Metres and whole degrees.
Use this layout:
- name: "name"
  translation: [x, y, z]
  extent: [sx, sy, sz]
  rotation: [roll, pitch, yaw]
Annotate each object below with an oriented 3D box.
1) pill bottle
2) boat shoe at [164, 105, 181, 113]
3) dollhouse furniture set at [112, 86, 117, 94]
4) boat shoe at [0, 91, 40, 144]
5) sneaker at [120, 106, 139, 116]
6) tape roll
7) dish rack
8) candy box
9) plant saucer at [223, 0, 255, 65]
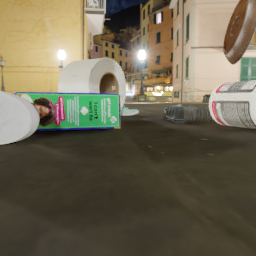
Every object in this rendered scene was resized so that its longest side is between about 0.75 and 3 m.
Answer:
- name: "pill bottle"
  translation: [3.506, -0.642, 7.686]
  extent: [1.341, 1.341, 2.423]
  rotation: [-3, 7, -23]
- name: "boat shoe"
  translation: [2.196, -0.821, 13.638]
  extent: [0.544, 0.533, 1.527]
  rotation: [-16, 8, -11]
- name: "dollhouse furniture set"
  translation: [-0.909, -0.880, 10.161]
  extent: [0.631, 1.292, 1.102]
  rotation: [2, 7, 23]
- name: "boat shoe"
  translation: [-2.858, -0.200, 5.727]
  extent: [2.824, 1.001, 0.986]
  rotation: [-5, 7, 22]
- name: "sneaker"
  translation: [-0.264, -1.087, 13.548]
  extent: [1.643, 0.969, 0.604]
  rotation: [0, 5, -11]
- name: "tape roll"
  translation: [-1.409, -1.606, 11.545]
  extent: [1.673, 2.436, 2.436]
  rotation: [5, 8, 34]
- name: "dish rack"
  translation: [2.665, -0.557, 10.552]
  extent: [2.326, 0.634, 1.784]
  rotation: [1, 7, -6]
- name: "candy box"
  translation: [-1.776, -0.483, 7.798]
  extent: [2.610, 1.005, 2.207]
  rotation: [-4, 5, -22]
- name: "plant saucer"
  translation: [3.359, -3.049, 8.435]
  extent: [0.356, 2.218, 2.218]
  rotation: [14, 7, 0]
